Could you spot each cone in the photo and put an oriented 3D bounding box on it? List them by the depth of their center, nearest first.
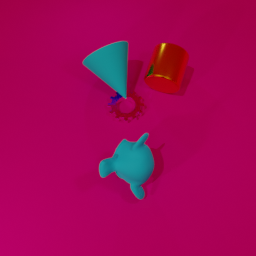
[{"bbox_3d":[-0.394,-1.661,8.961,1.586,1.586,1.592,-25,91,-13],"label":"cone"}]

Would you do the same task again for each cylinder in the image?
[{"bbox_3d":[1.248,-1.917,9.067,1.196,1.196,1.196,17,77,9],"label":"cylinder"}]

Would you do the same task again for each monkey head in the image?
[{"bbox_3d":[0.016,0.983,7.313,1.132,1.878,1.351,16,23,35],"label":"monkey head"}]

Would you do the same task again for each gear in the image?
[{"bbox_3d":[-0.069,-0.694,9.088,1.169,0.216,1.169,0,62,0],"label":"gear"}]
